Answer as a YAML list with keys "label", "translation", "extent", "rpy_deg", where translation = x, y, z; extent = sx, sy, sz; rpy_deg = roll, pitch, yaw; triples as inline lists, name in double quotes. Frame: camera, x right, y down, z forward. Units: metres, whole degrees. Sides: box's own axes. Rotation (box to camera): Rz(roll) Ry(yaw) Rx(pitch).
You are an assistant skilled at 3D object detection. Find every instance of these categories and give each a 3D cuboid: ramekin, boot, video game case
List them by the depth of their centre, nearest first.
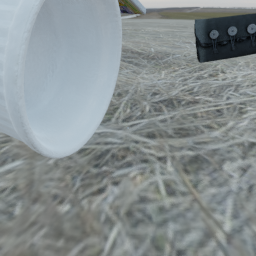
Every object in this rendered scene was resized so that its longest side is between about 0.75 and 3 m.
- label: "ramekin"
  translation: [-0.839, -0.703, 2.936]
  extent: [0.908, 1.863, 1.863]
  rpy_deg: [17, 30, 17]
- label: "boot"
  translation: [2.468, -2.389, 6.059]
  extent: [2.071, 1.707, 0.680]
  rpy_deg: [-5, 1, 21]
- label: "video game case"
  translation: [-0.596, -3.579, 7.906]
  extent: [1.821, 0.221, 2.001]
  rpy_deg: [9, 11, 16]
